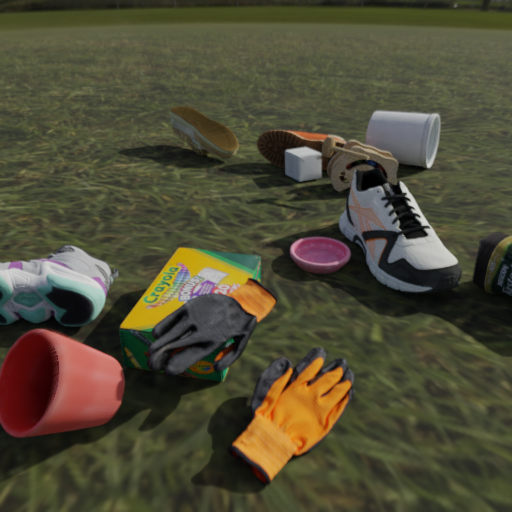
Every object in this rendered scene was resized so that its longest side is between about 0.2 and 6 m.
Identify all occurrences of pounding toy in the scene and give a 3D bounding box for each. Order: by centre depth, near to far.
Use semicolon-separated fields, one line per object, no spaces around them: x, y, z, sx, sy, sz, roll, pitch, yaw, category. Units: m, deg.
2.442;-2.008;13.502;2.097;1.199;1.203;16;27;-11;pounding toy

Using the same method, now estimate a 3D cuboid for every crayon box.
-0.891;0.788;8.628;1.474;0.723;2.481;6;29;11;crayon box

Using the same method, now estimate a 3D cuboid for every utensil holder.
3.992;-3.201;15.288;1.680;1.428;1.428;12;31;25;utensil holder

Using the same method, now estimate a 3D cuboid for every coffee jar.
4.519;0.368;9.129;0.829;1.013;1.943;-24;36;-31;coffee jar

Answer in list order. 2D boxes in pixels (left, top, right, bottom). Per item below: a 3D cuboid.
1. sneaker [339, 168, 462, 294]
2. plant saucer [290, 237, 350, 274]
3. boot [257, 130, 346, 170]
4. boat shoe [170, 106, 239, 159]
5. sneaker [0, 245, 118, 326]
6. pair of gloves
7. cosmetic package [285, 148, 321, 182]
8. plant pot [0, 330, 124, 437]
2.541;-0.539;10.420;1.299;1.410;3.525;-8;31;-18;sneaker
1.197;0.009;10.539;1.128;0.286;1.128;0;29;0;plant saucer
1.373;-2.951;15.438;2.625;0.985;1.407;12;24;10;boot
-1.509;-3.414;16.186;1.001;0.898;2.704;-21;48;-35;boat shoe
-3.574;0.359;9.340;2.538;0.987;1.775;10;26;2;sneaker
-0.012;1.372;7.142;2.487;0.307;2.216;40;46;19;pair of gloves
1.207;-2.362;14.439;0.659;0.660;0.800;-13;26;-20;cosmetic package
-2.244;1.532;6.611;1.213;1.213;1.074;27;1;40;plant pot
